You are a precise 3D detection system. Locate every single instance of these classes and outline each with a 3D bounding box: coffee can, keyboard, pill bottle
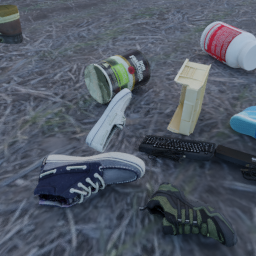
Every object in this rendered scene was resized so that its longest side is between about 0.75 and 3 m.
[{"bbox_3d":[-0.398,-2.085,11.180,2.168,1.586,1.586,-30,46,-33],"label":"coffee can"},{"bbox_3d":[3.673,1.194,7.936,2.575,0.510,1.340,18,17,24],"label":"keyboard"},{"bbox_3d":[5.046,-3.957,13.592,1.680,1.680,2.993,-15,39,-19],"label":"pill bottle"},{"bbox_3d":[1.440,0.531,8.429,2.239,0.444,1.165,5,36,22],"label":"keyboard"}]

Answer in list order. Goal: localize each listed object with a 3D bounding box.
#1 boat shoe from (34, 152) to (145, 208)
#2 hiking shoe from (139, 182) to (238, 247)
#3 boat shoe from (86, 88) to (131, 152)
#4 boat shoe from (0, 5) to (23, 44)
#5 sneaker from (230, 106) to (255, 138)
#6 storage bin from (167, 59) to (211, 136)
[{"bbox_3d":[-0.988,1.406,7.125,2.797,1.044,1.297,-3,40,11],"label":"boat shoe"},{"bbox_3d":[1.321,2.156,6.342,2.172,0.822,1.093,24,53,40],"label":"hiking shoe"},{"bbox_3d":[-0.326,-0.175,6.645,0.542,0.593,1.648,32,75,14],"label":"boat shoe"},{"bbox_3d":[-3.796,-2.486,7.088,2.896,0.952,1.035,7,32,29],"label":"boat shoe"},{"bbox_3d":[4.576,-0.155,9.292,1.964,0.781,1.282,31,48,33],"label":"sneaker"},{"bbox_3d":[2.059,-1.034,9.533,0.893,1.905,1.891,16,40,16],"label":"storage bin"}]
